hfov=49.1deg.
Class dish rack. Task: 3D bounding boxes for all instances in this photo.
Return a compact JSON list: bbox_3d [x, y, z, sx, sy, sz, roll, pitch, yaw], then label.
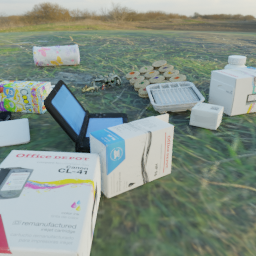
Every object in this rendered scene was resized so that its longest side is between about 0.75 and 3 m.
[{"bbox_3d":[1.763,-1.177,10.859,1.955,0.496,2.278,-5,27,-1],"label":"dish rack"}]

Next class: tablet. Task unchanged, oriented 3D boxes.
[{"bbox_3d":[-3.982,0.177,8.200,2.069,0.141,1.346,-8,34,-18],"label":"tablet"}]

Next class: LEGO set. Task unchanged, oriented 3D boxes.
[{"bbox_3d":[-1.149,-2.206,12.992,1.608,0.702,2.476,-5,16,13],"label":"LEGO set"}]

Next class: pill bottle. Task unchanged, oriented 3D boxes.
[{"bbox_3d":[4.555,-2.188,11.938,0.928,1.676,0.928,-1,23,0],"label":"pill bottle"}]

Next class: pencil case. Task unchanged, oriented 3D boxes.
[{"bbox_3d":[-4.625,-4.742,18.196,2.997,1.246,1.360,-6,57,-10],"label":"pencil case"}]

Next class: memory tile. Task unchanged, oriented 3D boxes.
[{"bbox_3d":[1.225,-2.395,13.150,2.278,0.250,2.972,-20,32,-6],"label":"memory tile"}]

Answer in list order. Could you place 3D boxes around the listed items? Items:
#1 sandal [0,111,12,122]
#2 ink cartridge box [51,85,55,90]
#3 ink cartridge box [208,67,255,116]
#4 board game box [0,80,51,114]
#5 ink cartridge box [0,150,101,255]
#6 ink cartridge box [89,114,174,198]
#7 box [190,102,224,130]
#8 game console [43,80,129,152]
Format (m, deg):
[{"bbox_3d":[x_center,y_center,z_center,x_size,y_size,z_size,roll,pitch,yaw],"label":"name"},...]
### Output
[{"bbox_3d":[-4.105,-0.292,9.247,0.548,0.308,1.441,-10,29,-22],"label":"sandal"},{"bbox_3d":[-3.494,-1.466,11.958,1.408,0.353,1.623,4,24,6],"label":"ink cartridge box"},{"bbox_3d":[4.250,-1.428,10.530,1.912,1.396,1.403,-9,25,-19],"label":"ink cartridge box"},{"bbox_3d":[-3.935,-1.194,10.547,1.879,0.968,0.985,4,24,8],"label":"board game box"},{"bbox_3d":[-1.445,1.369,4.524,1.802,1.046,2.442,3,24,-1],"label":"ink cartridge box"},{"bbox_3d":[0.291,0.527,6.248,2.167,1.257,0.735,-16,28,-32],"label":"ink cartridge box"},{"bbox_3d":[2.577,-0.407,9.170,0.877,0.573,0.873,13,24,25],"label":"box"},{"bbox_3d":[-1.060,-0.479,8.292,2.217,1.467,2.521,-1,24,-2],"label":"game console"}]
